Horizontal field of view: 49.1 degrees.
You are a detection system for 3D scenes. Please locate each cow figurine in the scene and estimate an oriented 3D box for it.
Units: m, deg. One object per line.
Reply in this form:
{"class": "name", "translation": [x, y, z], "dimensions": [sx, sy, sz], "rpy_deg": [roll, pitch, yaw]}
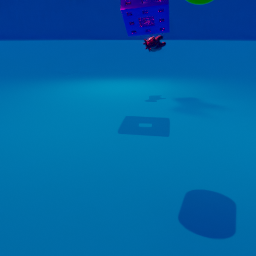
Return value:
{"class": "cow figurine", "translation": [1.066, -3.534, 11.944], "dimensions": [1.076, 0.600, 1.094], "rpy_deg": [-25, -1, -16]}

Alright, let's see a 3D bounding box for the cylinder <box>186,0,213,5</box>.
{"class": "cylinder", "translation": [1.316, -2.683, 4.891], "dimensions": [0.822, 0.822, 0.822], "rpy_deg": [6, 37, 17]}

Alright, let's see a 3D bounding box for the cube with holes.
{"class": "cube with holes", "translation": [0.574, -3.960, 8.860], "dimensions": [1.398, 1.398, 1.398], "rpy_deg": [-3, -15, 9]}
